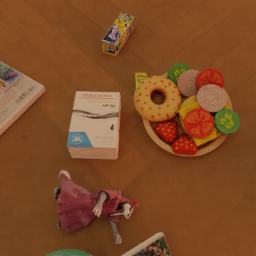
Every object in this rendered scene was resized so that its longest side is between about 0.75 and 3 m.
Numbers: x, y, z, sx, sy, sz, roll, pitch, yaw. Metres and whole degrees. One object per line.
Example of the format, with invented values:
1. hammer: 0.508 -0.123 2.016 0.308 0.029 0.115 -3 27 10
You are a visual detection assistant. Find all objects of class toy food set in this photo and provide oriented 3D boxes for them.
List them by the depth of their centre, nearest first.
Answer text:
1. toy food set: 1.807 -0.588 8.423 2.828 0.695 2.857 -26 78 -6

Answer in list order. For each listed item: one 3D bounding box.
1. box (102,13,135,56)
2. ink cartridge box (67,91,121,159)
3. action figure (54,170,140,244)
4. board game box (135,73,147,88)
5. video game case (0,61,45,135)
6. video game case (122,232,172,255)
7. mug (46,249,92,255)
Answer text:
1. box: -0.354 -3.598 10.719 0.621 0.570 1.774 21 61 11
2. ink cartridge box: -0.959 -0.319 8.603 1.412 0.826 2.434 2 59 1
3. action figure: -0.754 1.984 7.231 2.133 1.429 1.588 -6 36 -2
4. board game box: 0.464 -1.561 9.719 0.401 0.188 0.790 -1 59 -1
5. video game case: -4.641 -0.940 9.270 2.577 0.335 2.832 29 64 17
6. video game case: 0.383 3.470 5.774 2.067 0.241 1.879 -10 75 -44
7. mug: -1.420 3.783 5.702 2.080 1.565 2.531 34 65 19
